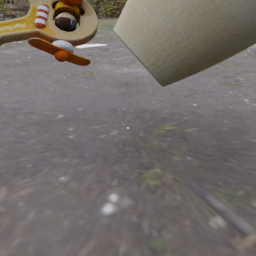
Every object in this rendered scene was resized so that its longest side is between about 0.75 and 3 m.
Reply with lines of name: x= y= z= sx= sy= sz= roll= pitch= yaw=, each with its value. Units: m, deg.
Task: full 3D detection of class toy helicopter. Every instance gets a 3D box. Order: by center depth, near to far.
toy helicopter: x=-1.946 y=-2.097 z=6.123 sx=2.774 sy=1.835 sz=1.094 roll=-20 pitch=-7 yaw=-21

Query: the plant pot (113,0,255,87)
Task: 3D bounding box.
plant pot: x=1.276 y=-2.170 z=4.813 sx=2.929 sy=2.743 sz=2.743 roll=-42 pitch=25 yaw=10
